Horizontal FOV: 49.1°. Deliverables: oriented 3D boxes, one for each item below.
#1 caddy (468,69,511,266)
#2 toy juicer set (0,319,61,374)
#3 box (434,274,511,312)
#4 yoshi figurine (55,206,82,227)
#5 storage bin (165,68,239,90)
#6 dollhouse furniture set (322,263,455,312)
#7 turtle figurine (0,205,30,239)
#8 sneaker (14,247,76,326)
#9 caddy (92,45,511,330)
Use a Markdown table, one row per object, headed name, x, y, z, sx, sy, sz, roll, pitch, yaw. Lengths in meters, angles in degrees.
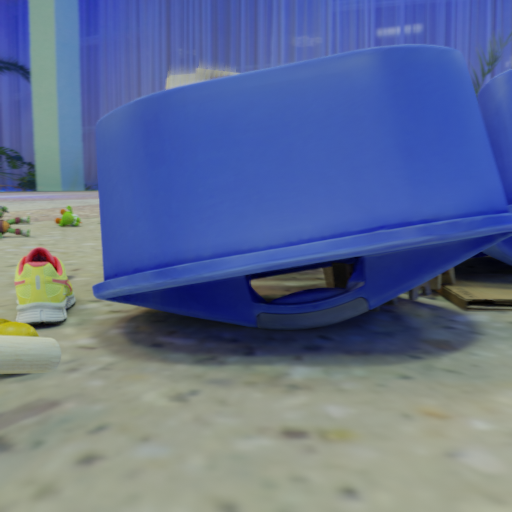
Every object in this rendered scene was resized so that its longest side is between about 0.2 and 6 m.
| name | x | y | z | sx | sy | sz | roll | pitch | yaw |
| --- | --- | --- | --- | --- | --- | --- | --- | --- | --- |
| caddy | 4.373 | -0.956 | 8.835 | 5.070 | 2.661 | 3.584 | -4 | -12 | -40 |
| toy juicer set | -2.317 | 0.784 | 3.970 | 1.686 | 0.721 | 2.651 | 14 | -8 | -40 |
| box | 3.112 | 0.459 | 7.374 | 1.312 | 0.171 | 1.606 | 0 | 8 | 0 |
| yoshi figurine | -5.667 | -1.139 | 16.717 | 0.635 | 0.637 | 1.134 | -27 | 26 | -36 |
| storage bin | 0.027 | -1.377 | 9.174 | 3.003 | 1.417 | 3.025 | 6 | -23 | -4 |
| dollhouse furniture set | 1.555 | 0.081 | 7.318 | 1.567 | 0.807 | 1.551 | -13 | 10 | -36 |
| turtle figurine | -6.121 | -0.800 | 13.727 | 1.076 | 1.110 | 0.798 | 0 | 41 | -25 |
| sneaker | -2.489 | 0.269 | 6.599 | 0.681 | 0.787 | 1.743 | -5 | 8 | -22 |
| caddy | 0.416 | -0.381 | 5.841 | 4.327 | 2.271 | 3.059 | -9 | -4 | 6 |
